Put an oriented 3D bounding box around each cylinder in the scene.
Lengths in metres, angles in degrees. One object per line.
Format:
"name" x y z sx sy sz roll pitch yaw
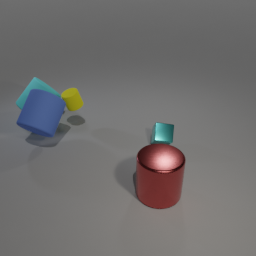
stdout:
"cylinder" -3.224 -0.536 10.484 1.400 1.400 1.400 13 74 20
"cylinder" 0.941 1.404 8.330 1.400 1.400 1.400 0 30 0
"cylinder" -2.263 -1.160 11.412 0.700 0.700 0.700 -12 38 10
"cylinder" -3.901 -1.248 12.265 1.400 1.400 1.400 37 2 -1

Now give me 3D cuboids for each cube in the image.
"cube" 1.308 0.234 10.653 0.700 0.700 0.700 8 -13 -4
